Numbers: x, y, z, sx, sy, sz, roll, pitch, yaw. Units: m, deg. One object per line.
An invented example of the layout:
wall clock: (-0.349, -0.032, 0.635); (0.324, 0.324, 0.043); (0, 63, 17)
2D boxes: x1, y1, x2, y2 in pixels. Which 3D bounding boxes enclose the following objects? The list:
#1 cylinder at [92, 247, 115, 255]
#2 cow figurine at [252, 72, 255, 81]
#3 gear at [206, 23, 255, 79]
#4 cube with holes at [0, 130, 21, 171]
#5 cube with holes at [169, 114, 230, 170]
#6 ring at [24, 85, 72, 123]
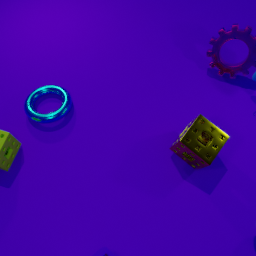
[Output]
cylinder: (-0.475, 3.446, 6.153); (1.131, 1.131, 1.131); (44, 69, 2)
cow figurine: (4.366, -1.820, 8.430); (1.365, 1.343, 0.749); (-35, 71, -25)
gear: (3.477, -2.492, 9.171); (1.707, 1.707, 0.316); (21, 37, 11)
cube with holes: (-3.788, 0.574, 7.947); (0.901, 0.901, 0.901); (16, 68, 8)
cube with holes: (1.951, 0.421, 7.795); (0.997, 0.997, 0.997); (39, 73, 4)
ring: (-2.563, -0.789, 8.987); (1.521, 0.304, 1.521); (-1, 55, 1)
